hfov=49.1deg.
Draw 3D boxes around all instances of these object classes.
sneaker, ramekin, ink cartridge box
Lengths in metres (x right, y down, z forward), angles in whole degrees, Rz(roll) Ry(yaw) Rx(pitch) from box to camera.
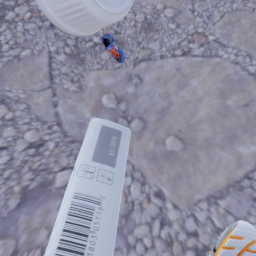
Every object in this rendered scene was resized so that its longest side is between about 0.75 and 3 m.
[{"bbox_3d":[1.161,1.864,3.543,0.624,0.616,1.594,16,99,-7],"label":"sneaker"},{"bbox_3d":[-0.365,-1.797,6.393,0.789,0.297,0.310,52,34,0],"label":"sneaker"},{"bbox_3d":[-0.746,-2.992,5.431,1.046,2.246,2.246,5,54,38],"label":"ramekin"},{"bbox_3d":[-0.517,1.084,2.661,0.451,1.909,1.528,18,38,-8],"label":"ink cartridge box"}]

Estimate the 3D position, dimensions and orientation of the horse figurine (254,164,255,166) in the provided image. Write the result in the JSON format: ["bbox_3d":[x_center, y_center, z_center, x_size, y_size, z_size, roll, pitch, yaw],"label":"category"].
[{"bbox_3d":[2.624,0.002,5.005,0.431,1.144,1.727,12,37,23],"label":"horse figurine"}]
